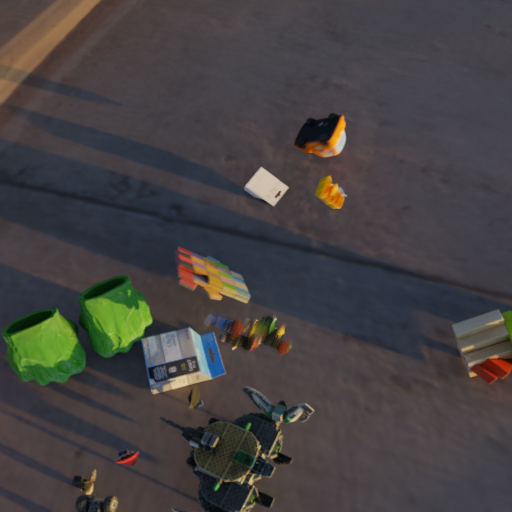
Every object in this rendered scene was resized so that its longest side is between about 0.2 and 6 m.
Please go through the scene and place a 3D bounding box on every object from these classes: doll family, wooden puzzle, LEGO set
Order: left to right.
[{"bbox_3d":[-0.828,3.246,8.397,3.708,1.051,2.408,-12,49,7],"label":"LEGO set"},{"bbox_3d":[-0.819,0.330,10.199,1.330,0.158,2.243,22,13,-17],"label":"wooden puzzle"},{"bbox_3d":[-0.105,1.207,8.714,1.513,0.594,0.874,3,5,-28],"label":"doll family"}]

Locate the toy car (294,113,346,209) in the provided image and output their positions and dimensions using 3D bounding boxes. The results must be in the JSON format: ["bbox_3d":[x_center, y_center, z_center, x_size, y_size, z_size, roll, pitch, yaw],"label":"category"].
[{"bbox_3d":[1.416,-1.946,12.246,1.297,0.880,2.643,-17,48,39],"label":"toy car"}]

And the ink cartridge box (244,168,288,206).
[{"bbox_3d":[0.220,-1.510,12.484,0.776,0.221,0.631,38,68,0],"label":"ink cartridge box"}]

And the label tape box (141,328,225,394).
[{"bbox_3d":[-1.269,1.757,9.728,1.286,0.425,0.921,-14,52,-9],"label":"label tape box"}]

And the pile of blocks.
[{"bbox_3d":[5.037,1.493,9.304,3.454,1.418,1.073,-6,52,-5],"label":"pile of blocks"}]

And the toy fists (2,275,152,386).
[{"bbox_3d":[-3.004,1.312,9.603,2.426,1.237,0.834,-25,24,-20],"label":"toy fists"}]
